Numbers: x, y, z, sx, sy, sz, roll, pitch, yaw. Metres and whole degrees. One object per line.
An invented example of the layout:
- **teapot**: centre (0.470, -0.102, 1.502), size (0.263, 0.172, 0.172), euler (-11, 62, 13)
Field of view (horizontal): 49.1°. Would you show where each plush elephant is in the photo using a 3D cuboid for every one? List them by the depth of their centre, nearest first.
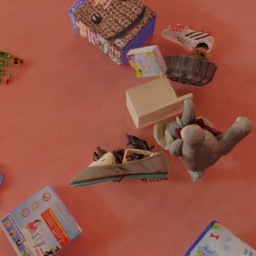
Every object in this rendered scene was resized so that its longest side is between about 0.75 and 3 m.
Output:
- **plush elephant**: centre (2.183, 0.162, 9.336), size (2.402, 2.917, 2.258), euler (-13, 52, -17)

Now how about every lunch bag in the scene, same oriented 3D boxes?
- **lunch bag**: centre (2.613, 4.553, 7.756), size (2.914, 1.857, 2.477), euler (-48, 37, -7)

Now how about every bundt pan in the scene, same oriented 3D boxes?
- **bundt pan**: centre (2.167, -1.997, 10.093), size (1.972, 1.972, 0.740), euler (13, 94, 4)

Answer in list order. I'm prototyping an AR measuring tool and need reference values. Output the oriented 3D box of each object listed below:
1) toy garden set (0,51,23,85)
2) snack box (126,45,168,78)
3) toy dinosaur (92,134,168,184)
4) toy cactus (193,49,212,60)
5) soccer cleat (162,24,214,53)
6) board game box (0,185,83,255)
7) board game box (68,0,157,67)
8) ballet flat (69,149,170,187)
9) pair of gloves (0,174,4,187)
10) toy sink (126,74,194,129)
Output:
- **toy garden set**: centre (-4.851, -2.350, 10.945), size (1.135, 0.272, 1.362), euler (15, 75, 4)
- **snack box**: centre (0.641, -2.273, 9.681), size (1.178, 0.993, 0.399), euler (3, 47, 41)
- **toy dinosaur**: centre (0.092, 1.173, 9.689), size (2.566, 1.311, 1.742), euler (23, 91, -12)
- **toy cactus**: centre (2.979, -2.681, 11.022), size (0.768, 0.476, 0.930), euler (-21, 72, -25)
- **soccer cleat**: centre (2.355, -3.487, 11.061), size (2.076, 0.712, 0.884), euler (9, 70, -2)
- **board game box**: centre (-2.863, 3.251, 9.223), size (1.933, 0.552, 1.974), euler (-36, 77, -10)
- **board game box**: centre (-0.574, -4.122, 10.916), size (2.626, 1.272, 2.093), euler (39, 78, 9)
- **ballet flat**: centre (-0.242, 1.093, 7.995), size (2.865, 0.965, 0.912), euler (-5, 76, -10)
- **pair of gloves**: centre (-5.385, 2.076, 9.723), size (2.129, 0.243, 1.711), euler (-7, 75, -1)
- **toy sink**: centre (1.066, -1.010, 9.998), size (2.065, 1.346, 1.157), euler (-22, 74, -5)
